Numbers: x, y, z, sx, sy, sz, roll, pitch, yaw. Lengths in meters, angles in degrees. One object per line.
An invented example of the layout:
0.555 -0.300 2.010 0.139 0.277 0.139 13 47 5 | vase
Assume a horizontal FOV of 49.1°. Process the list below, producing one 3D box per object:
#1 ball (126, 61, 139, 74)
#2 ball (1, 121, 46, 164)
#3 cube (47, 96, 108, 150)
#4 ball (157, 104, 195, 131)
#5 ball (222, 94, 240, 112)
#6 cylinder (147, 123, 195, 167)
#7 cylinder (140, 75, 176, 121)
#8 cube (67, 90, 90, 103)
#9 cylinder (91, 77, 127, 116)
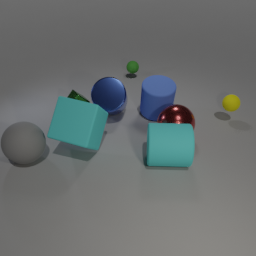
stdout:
0.263 -3.412 15.708 0.700 0.700 0.700 0 32 0 | ball
-3.436 0.483 9.243 1.400 1.400 1.400 0 32 0 | ball
-1.642 -0.124 9.471 1.400 1.400 1.400 14 -5 11 | cube
1.769 -0.179 10.340 1.400 1.400 1.400 0 32 0 | ball
4.204 -1.014 11.410 0.700 0.700 0.700 0 32 0 | ball
1.340 0.549 9.146 1.400 1.400 1.400 1 32 2 | cylinder
1.239 -1.258 11.776 1.400 1.400 1.400 1 47 -1 | cylinder
-2.239 -1.138 12.295 0.700 0.700 0.700 31 7 -42 | cube
-0.743 -1.279 11.639 1.400 1.400 1.400 1 -3 2 | cylinder
